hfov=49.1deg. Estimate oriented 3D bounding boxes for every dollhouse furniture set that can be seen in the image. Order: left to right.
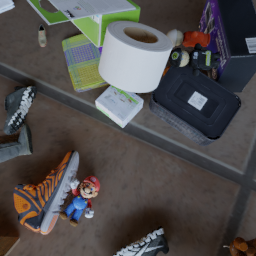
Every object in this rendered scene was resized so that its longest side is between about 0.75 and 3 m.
[{"bbox_3d":[-4.039,4.083,6.467,2.313,1.982,2.433,2,95,0],"label":"dollhouse furniture set"}]

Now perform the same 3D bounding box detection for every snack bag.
[{"bbox_3d":[-5.478,-4.828,10.596,1.856,0.199,1.750,-30,70,-12],"label":"snack bag"}]

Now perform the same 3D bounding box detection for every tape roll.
[{"bbox_3d":[0.143,-1.603,6.220,1.467,1.007,1.467,11,40,-10],"label":"tape roll"}]

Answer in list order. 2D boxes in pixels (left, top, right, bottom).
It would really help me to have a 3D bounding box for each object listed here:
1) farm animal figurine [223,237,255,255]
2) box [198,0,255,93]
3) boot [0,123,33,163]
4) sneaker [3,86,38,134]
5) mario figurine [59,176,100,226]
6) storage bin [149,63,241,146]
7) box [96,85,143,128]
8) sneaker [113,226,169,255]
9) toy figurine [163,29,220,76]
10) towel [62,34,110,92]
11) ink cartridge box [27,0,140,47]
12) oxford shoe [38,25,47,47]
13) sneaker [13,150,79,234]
[{"bbox_3d":[2.759,3.985,6.230,2.943,1.552,2.976,-30,75,1],"label":"farm animal figurine"},{"bbox_3d":[3.119,-2.784,8.749,1.112,1.990,2.820,-4,67,1],"label":"box"},{"bbox_3d":[-3.472,0.457,8.275,1.184,0.430,1.076,-13,65,2],"label":"boot"},{"bbox_3d":[-3.490,-0.604,8.616,0.794,0.583,1.755,13,64,8],"label":"sneaker"},{"bbox_3d":[-1.241,1.874,7.421,0.716,0.833,1.350,15,69,51],"label":"mario figurine"},{"bbox_3d":[1.876,-0.685,8.170,2.236,1.048,1.512,35,79,8],"label":"storage bin"},{"bbox_3d":[-0.262,-0.748,8.668,1.114,0.539,0.983,37,72,14],"label":"box"},{"bbox_3d":[0.290,3.194,6.975,1.719,0.571,0.778,-25,66,-12],"label":"sneaker"},{"bbox_3d":[1.708,-1.817,8.302,1.325,1.874,1.904,2,45,-4],"label":"toy figurine"},{"bbox_3d":[-1.273,-2.291,9.492,1.619,0.257,2.255,-18,67,-7],"label":"towel"},{"bbox_3d":[-1.146,-2.767,6.931,2.328,0.882,1.720,-22,54,-26],"label":"ink cartridge box"},{"bbox_3d":[-3.040,-3.249,9.856,0.299,0.318,0.850,-11,67,-4],"label":"oxford shoe"},{"bbox_3d":[-2.260,1.514,7.516,1.300,0.900,2.321,20,68,7],"label":"sneaker"}]
